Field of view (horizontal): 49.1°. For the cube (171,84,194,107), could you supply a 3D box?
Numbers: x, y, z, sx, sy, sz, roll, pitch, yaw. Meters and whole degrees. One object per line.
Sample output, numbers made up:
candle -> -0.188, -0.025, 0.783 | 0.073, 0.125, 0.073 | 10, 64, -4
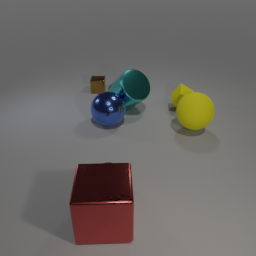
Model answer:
cube -> 2.357, -1.337, 12.120 | 0.700, 0.700, 0.700 | 26, 46, -18

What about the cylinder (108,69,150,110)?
cylinder -> 0.022, -1.604, 12.014 | 1.400, 1.400, 1.400 | -22, -3, -32

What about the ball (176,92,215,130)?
ball -> 2.515, -0.634, 10.504 | 1.400, 1.400, 1.400 | 0, 32, 0

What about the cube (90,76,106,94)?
cube -> -1.505, -2.185, 14.142 | 0.700, 0.700, 0.700 | 0, 32, 0

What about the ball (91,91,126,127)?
ball -> -0.787, -0.758, 11.161 | 1.400, 1.400, 1.400 | 0, 32, 0

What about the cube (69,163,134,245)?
cube -> -0.591, 1.832, 6.915 | 1.400, 1.400, 1.400 | -1, 32, -2
